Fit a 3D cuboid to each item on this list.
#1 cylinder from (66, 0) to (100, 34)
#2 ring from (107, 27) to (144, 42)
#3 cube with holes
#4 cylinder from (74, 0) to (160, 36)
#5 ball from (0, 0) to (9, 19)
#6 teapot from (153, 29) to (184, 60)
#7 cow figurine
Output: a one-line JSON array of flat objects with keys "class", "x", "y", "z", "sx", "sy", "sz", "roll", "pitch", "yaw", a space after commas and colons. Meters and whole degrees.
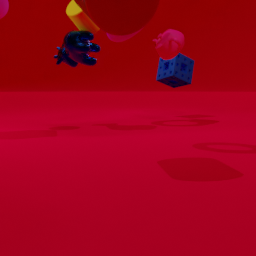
[{"class": "cylinder", "x": -1.082, "y": -2.889, "z": 7.175, "sx": 0.719, "sy": 0.719, "sz": 0.719, "roll": 5, "pitch": -24, "yaw": 31}, {"class": "ring", "x": 0.118, "y": -3.202, "z": 8.140, "sx": 1.772, "sy": 0.354, "sz": 1.772, "roll": -37, "pitch": -7, "yaw": -6}, {"class": "cube with holes", "x": 1.797, "y": -2.184, "z": 10.670, "sx": 0.949, "sy": 0.949, "sz": 0.949, "roll": 16, "pitch": -12, "yaw": -32}, {"class": "cylinder", "x": -0.185, "y": -1.658, "z": 3.299, "sx": 0.879, "sy": 0.879, "sz": 0.879, "roll": -4, "pitch": 37, "yaw": -24}, {"class": "ball", "x": -3.405, "y": -3.118, "z": 6.972, "sx": 0.798, "sy": 0.798, "sz": 0.798, "roll": 0, "pitch": 8, "yaw": 0}, {"class": "teapot", "x": 1.236, "y": -2.677, "z": 8.820, "sx": 0.760, "sy": 0.965, "sz": 1.552, "roll": 32, "pitch": 3, "yaw": -22}, {"class": "cow figurine", "x": -1.488, "y": -2.132, "z": 7.575, "sx": 1.408, "sy": 0.785, "sz": 1.431, "roll": 12, "pitch": -12, "yaw": 12}]
